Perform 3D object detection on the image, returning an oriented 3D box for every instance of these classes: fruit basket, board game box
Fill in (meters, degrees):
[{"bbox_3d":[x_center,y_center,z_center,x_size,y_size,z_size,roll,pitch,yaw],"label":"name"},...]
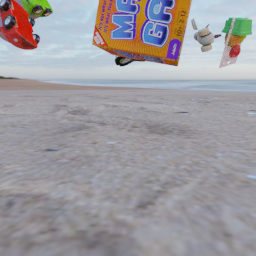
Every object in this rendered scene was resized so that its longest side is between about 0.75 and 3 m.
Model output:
[{"bbox_3d":[3.497,-2.870,9.361,0.745,1.589,1.472,32,37,30],"label":"fruit basket"},{"bbox_3d":[0.527,-3.027,7.637,2.186,2.185,2.187,13,10,8],"label":"board game box"}]

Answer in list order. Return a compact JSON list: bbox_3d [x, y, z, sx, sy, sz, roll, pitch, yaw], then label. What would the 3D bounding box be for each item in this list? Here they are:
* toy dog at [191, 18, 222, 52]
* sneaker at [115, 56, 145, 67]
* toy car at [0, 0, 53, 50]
[{"bbox_3d":[1.732,-2.020,6.129,0.465,0.637,0.966,-13,44,9],"label":"toy dog"},{"bbox_3d":[0.264,-3.092,11.522,1.725,0.637,0.698,-11,49,-1],"label":"sneaker"},{"bbox_3d":[-2.653,-2.970,6.511,0.656,2.943,2.770,-30,6,17],"label":"toy car"}]
